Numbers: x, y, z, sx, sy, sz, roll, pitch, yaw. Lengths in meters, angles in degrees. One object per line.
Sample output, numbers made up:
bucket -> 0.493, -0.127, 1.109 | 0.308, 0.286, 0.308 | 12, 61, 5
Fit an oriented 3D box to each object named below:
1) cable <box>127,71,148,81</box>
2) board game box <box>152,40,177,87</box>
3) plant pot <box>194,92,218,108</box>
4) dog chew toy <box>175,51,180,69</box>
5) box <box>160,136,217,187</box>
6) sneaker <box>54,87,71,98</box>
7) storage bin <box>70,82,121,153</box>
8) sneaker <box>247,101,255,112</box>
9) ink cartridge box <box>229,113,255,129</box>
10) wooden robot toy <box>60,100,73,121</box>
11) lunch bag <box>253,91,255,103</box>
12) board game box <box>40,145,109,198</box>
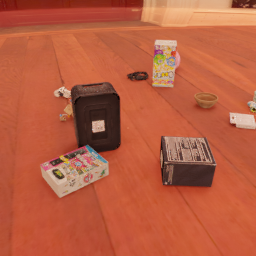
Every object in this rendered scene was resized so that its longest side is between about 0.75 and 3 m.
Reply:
cable -> 0.580, -3.069, 16.509 | 1.304, 0.331, 1.064 | -20, 30, -27
board game box -> 1.966, -3.497, 15.217 | 1.162, 2.257, 1.184 | 3, 30, 6
plant pot -> 3.628, -1.247, 13.086 | 1.064, 0.491, 1.064 | 0, 31, 0
dog chew toy -> 2.726, -4.404, 17.898 | 1.334, 1.334, 2.143 | 8, 22, 13
box -> 1.783, 1.012, 8.702 | 1.492, 0.927, 1.504 | 1, 30, 2
sneaker -> -3.131, -1.849, 14.119 | 1.027, 0.410, 0.668 | -1, 35, 23
storage bin -> -1.107, -0.337, 9.745 | 1.513, 2.238, 1.049 | -8, 30, -14
sneaker -> 5.675, -0.975, 12.808 | 0.496, 0.302, 0.760 | -14, 32, -25
ink cartridge box -> 4.770, -0.306, 11.733 | 0.995, 0.215, 0.977 | 6, 30, 15
wooden robot toy -> -2.258, -0.731, 11.796 | 0.645, 1.421, 0.626 | 37, 6, 8
lunch bag -> 6.631, -1.261, 12.986 | 1.279, 0.615, 1.595 | -2, 30, -4
board game box -> -1.638, 1.278, 8.651 | 1.692, 0.544, 1.248 | -21, 37, -33
